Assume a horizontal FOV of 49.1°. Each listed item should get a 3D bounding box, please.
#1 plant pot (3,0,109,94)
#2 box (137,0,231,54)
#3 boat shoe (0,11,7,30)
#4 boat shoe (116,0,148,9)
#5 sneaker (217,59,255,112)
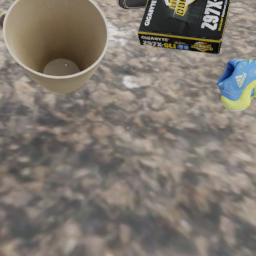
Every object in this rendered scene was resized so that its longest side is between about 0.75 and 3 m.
[{"bbox_3d":[-1.547,-1.638,6.407,2.001,2.136,2.001,3,76,-10],"label":"plant pot"},{"bbox_3d":[1.353,-2.772,6.196,1.764,0.545,2.209,13,73,15],"label":"box"},{"bbox_3d":[-2.946,-3.376,9.189,2.375,0.857,0.855,-7,29,-36],"label":"boat shoe"},{"bbox_3d":[1.019,-4.390,8.903,2.903,1.055,0.910,-28,63,-19],"label":"boat shoe"},{"bbox_3d":[1.796,-0.796,3.883,1.262,0.663,0.478,-39,19,5],"label":"sneaker"}]
